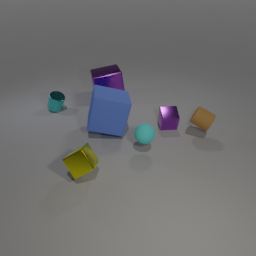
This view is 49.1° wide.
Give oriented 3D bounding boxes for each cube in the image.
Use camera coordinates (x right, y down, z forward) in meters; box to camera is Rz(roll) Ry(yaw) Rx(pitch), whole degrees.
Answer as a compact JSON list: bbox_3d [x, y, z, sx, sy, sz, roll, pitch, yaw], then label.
[{"bbox_3d":[-0.755,-0.684,10.800,1.400,1.400,1.400,10,25,-11],"label":"cube"},{"bbox_3d":[1.633,-0.401,11.307,0.700,0.700,0.700,-2,50,-5],"label":"cube"},{"bbox_3d":[-0.991,-2.160,13.789,1.400,1.400,1.400,-13,30,-6],"label":"cube"},{"bbox_3d":[-1.385,0.969,8.336,0.700,0.700,0.700,-30,8,13],"label":"cube"}]

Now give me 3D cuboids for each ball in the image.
[{"bbox_3d":[0.577,0.195,9.563,0.700,0.700,0.700,0,29,0],"label":"ball"}]

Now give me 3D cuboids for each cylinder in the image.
[{"bbox_3d":[2.782,-0.352,10.454,0.700,0.700,0.700,32,34,4],"label":"cylinder"},{"bbox_3d":[-3.267,-1.198,12.733,0.700,0.700,0.700,15,43,-15],"label":"cylinder"}]
